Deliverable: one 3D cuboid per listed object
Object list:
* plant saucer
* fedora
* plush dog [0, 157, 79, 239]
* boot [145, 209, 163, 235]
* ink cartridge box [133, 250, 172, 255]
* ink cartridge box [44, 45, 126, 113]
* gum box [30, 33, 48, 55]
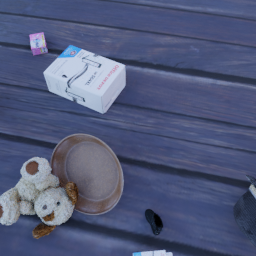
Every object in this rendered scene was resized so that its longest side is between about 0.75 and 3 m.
[{"bbox_3d":[-1.085,1.231,7.663,2.277,2.277,0.417,26,20,17],"label":"plant saucer"},{"bbox_3d":[3.365,2.327,6.985,1.068,2.339,2.339,-40,58,13],"label":"fedora"},{"bbox_3d":[-2.241,1.911,7.548,1.676,1.566,1.952,38,90,8],"label":"plush dog"},{"bbox_3d":[0.687,2.417,7.407,0.292,0.646,0.789,-15,55,-11],"label":"boot"},{"bbox_3d":[0.652,3.371,6.911,1.019,0.340,0.590,-4,55,-3],"label":"ink cartridge box"},{"bbox_3d":[-1.496,-1.811,10.204,2.402,1.013,1.754,22,57,15],"label":"ink cartridge box"},{"bbox_3d":[-3.799,-3.600,11.891,0.598,0.349,1.054,-14,56,-8],"label":"gum box"}]
